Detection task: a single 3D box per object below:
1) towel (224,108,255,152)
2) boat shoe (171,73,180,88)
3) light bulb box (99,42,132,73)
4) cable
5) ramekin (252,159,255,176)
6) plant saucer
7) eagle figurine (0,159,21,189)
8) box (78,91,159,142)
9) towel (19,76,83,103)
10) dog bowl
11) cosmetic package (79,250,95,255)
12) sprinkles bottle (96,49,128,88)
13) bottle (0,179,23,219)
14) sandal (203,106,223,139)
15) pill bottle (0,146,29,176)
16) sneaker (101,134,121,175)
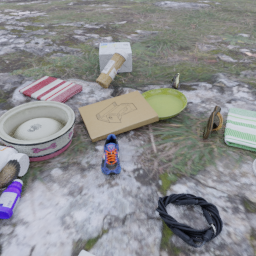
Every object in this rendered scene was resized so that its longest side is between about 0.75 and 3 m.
[{"bbox_3d":[4.876,0.035,10.973,2.006,0.308,2.630,13,37,18],"label":"towel"},{"bbox_3d":[2.418,-2.476,14.391,0.405,0.440,1.232,8,40,4],"label":"boat shoe"},{"bbox_3d":[-0.714,-4.032,15.961,1.811,1.140,1.827,-2,35,-2],"label":"light bulb box"},{"bbox_3d":[1.636,2.309,7.638,1.486,0.463,1.821,-29,44,-35],"label":"cable"},{"bbox_3d":[4.881,1.194,8.961,1.578,0.735,1.578,-1,36,0],"label":"ramekin"},{"bbox_3d":[1.434,-1.017,12.222,2.267,0.352,2.267,-6,39,5],"label":"plant saucer"},{"bbox_3d":[-3.849,1.457,8.155,1.234,0.931,0.936,-31,30,17],"label":"eagle figurine"},{"bbox_3d":[-0.447,-0.568,11.529,2.787,0.296,2.278,-18,39,-12],"label":"box"},{"bbox_3d":[-3.742,-1.824,13.628,2.593,0.295,1.867,19,42,27],"label":"towel"},{"bbox_3d":[-3.260,0.107,10.257,2.775,1.023,2.775,0,36,0],"label":"dog bowl"},{"bbox_3d":[-0.771,3.286,6.008,0.906,0.747,0.747,17,38,20],"label":"cosmetic package"},{"bbox_3d":[-0.793,-2.980,14.044,0.699,0.699,2.048,25,76,30],"label":"sprinkles bottle"},{"bbox_3d":[-3.399,2.017,8.091,0.513,0.401,1.228,4,35,0],"label":"bottle"},{"bbox_3d":[3.452,-0.227,11.026,0.568,0.851,2.082,24,34,17],"label":"sandal"},{"bbox_3d":[-4.126,1.056,8.972,1.717,0.954,0.954,8,36,11],"label":"pill bottle"},{"bbox_3d":[-0.598,0.881,9.427,0.683,0.711,1.813,-5,36,-5],"label":"sneaker"}]
